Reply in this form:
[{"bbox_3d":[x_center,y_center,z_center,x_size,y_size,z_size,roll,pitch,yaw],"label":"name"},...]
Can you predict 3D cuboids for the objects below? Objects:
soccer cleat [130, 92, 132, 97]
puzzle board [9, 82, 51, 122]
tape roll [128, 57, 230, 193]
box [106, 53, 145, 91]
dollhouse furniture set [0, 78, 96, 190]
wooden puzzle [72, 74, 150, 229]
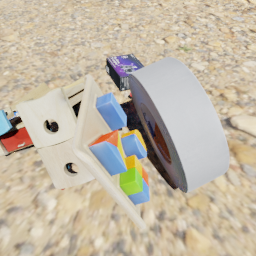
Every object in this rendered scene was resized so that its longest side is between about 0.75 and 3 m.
[{"bbox_3d":[0.567,-1.147,9.054,1.113,0.382,0.474,0,49,-15],"label":"soccer cleat"},{"bbox_3d":[-2.952,-0.702,8.126,1.610,0.140,1.213,-40,31,-8],"label":"puzzle board"},{"bbox_3d":[0.959,-0.060,5.890,0.896,2.713,2.713,-24,44,-4],"label":"tape roll"},{"bbox_3d":[-0.038,-2.018,9.998,1.089,0.609,1.543,-13,41,-19],"label":"box"},{"bbox_3d":[-1.976,0.301,6.207,2.661,1.864,1.875,-19,13,11],"label":"dollhouse furniture set"},{"bbox_3d":[-0.171,0.363,5.793,0.609,2.438,2.633,-23,37,13],"label":"wooden puzzle"}]
